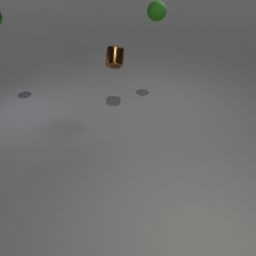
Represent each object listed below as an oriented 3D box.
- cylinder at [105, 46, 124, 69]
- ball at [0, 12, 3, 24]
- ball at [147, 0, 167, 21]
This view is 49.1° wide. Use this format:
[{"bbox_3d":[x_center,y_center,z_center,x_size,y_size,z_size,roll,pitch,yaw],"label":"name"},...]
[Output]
[{"bbox_3d":[-0.511,-2.754,10.961,0.700,0.700,0.700,4,-6,0],"label":"cylinder"},{"bbox_3d":[-4.858,-3.968,9.992,0.700,0.700,0.700,0,33,0],"label":"ball"},{"bbox_3d":[1.039,-4.213,10.081,0.700,0.700,0.700,0,33,0],"label":"ball"}]
